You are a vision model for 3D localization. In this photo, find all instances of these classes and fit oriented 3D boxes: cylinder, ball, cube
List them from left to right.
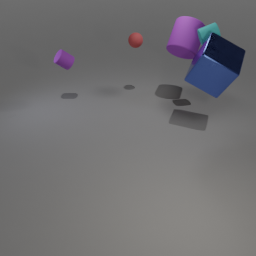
[{"bbox_3d":[-2.951,-3.156,12.950,0.700,0.700,0.700,26,14,-36],"label":"cylinder"},{"bbox_3d":[0.364,-4.188,13.372,0.700,0.700,0.700,0,31,0],"label":"ball"},{"bbox_3d":[2.606,-4.027,12.607,1.400,1.400,1.400,20,-2,1],"label":"cylinder"},{"bbox_3d":[3.142,-3.615,10.864,0.700,0.700,0.700,-20,29,11],"label":"cylinder"},{"bbox_3d":[3.098,-2.230,10.036,1.400,1.400,1.400,29,56,-2],"label":"cube"}]
